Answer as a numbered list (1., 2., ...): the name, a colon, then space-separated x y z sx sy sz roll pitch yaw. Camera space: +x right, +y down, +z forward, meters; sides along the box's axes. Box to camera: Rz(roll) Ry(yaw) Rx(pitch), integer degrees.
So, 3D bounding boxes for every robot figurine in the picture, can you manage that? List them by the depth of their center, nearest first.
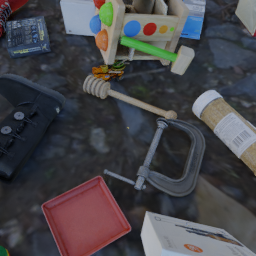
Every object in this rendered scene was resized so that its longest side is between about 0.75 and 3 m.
1. robot figurine: -0.562 -1.597 8.112 0.899 0.262 0.652 -10 55 -7

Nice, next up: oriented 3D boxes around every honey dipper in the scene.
1. honey dipper: 0.044 -0.711 7.358 2.604 0.495 0.495 24 56 13

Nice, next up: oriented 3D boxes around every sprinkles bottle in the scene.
1. sprinkles bottle: 2.479 0.069 6.529 0.760 0.760 2.227 -26 57 -18

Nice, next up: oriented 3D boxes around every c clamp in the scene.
1. c clamp: 0.792 0.545 6.214 1.855 0.294 2.171 29 58 4

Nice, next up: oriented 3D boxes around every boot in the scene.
1. boot: -2.939 -0.088 6.708 2.018 0.804 2.449 17 59 15
2. boot: -4.165 -3.855 9.487 2.423 0.877 1.748 -36 61 -15

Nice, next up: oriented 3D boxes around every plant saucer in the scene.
1. plant saucer: -0.834 1.801 5.544 1.349 0.248 1.352 -25 58 -18

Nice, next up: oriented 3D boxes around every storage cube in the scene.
1. storage cube: 4.799 -4.169 9.268 1.608 1.529 1.788 -8 53 -5

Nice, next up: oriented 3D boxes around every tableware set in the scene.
1. tableware set: -0.369 -1.975 8.207 0.867 0.198 1.287 7 39 24

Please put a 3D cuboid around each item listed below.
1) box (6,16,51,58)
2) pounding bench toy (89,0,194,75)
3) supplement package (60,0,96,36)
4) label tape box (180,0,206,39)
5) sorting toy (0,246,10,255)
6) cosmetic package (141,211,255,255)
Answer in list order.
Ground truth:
1. box: -3.235 -2.973 9.063 1.258 0.407 1.596 -14 54 -9
2. pounding bench toy: 0.282 -2.627 7.656 2.222 1.770 2.849 -6 52 -21
3. supplement package: -1.395 -4.196 9.523 1.149 1.145 1.958 7 53 5
4. label tape box: 1.975 -3.808 9.613 1.202 0.554 1.677 11 52 8
5. sorting toy: -3.373 2.201 5.135 2.402 0.406 1.158 26 57 18
6. cosmetic package: 1.049 1.885 4.264 1.532 2.031 0.525 12 85 -1
